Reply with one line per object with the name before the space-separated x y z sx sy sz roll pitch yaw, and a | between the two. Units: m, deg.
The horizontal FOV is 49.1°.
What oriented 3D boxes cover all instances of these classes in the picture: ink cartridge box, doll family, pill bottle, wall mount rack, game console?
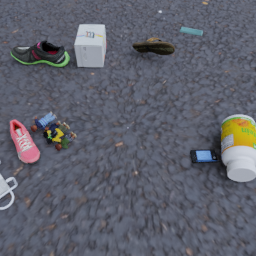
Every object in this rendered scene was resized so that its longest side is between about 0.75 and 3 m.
ink cartridge box | -1.668 -3.731 12.763 1.212 1.217 1.676 2 51 2
doll family | -2.740 0.125 10.108 1.728 0.678 0.999 33 63 30
pill bottle | 3.713 0.668 9.311 1.147 1.147 2.066 8 52 6
wall mount rack | -4.545 1.792 8.667 1.770 0.759 2.037 -36 59 -25
game console | 2.639 0.945 9.501 0.872 0.507 0.767 -1 52 -1

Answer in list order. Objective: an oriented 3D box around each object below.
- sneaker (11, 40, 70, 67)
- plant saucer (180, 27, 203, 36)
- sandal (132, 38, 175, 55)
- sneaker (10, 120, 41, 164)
sneaker | -3.968 -3.490 12.641 2.653 1.111 1.018 4 52 3
plant saucer | 3.287 -5.022 14.516 1.161 0.110 0.406 15 53 10
sandal | 1.168 -3.782 12.785 2.049 0.837 0.559 11 73 32
sneaker | -3.677 0.459 9.684 0.701 0.825 1.901 -29 58 -21
